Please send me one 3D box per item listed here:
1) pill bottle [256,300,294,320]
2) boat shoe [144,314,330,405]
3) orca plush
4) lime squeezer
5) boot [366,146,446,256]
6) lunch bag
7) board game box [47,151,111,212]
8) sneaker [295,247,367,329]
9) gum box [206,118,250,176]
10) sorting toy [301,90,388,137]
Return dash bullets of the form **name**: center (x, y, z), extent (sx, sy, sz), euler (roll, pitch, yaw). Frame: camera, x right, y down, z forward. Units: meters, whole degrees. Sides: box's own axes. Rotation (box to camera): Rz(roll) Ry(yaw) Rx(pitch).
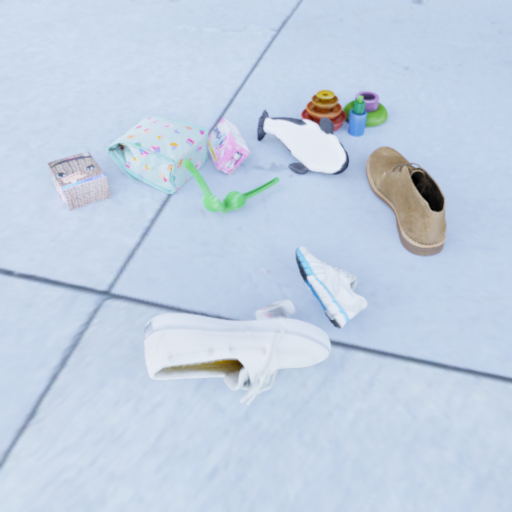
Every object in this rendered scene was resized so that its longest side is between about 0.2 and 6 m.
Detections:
- **pill bottle**: center (0.339, 0.993, 9.743), extent (0.625, 0.346, 0.346), euler (-22, 47, -26)
- **boat shoe**: center (-0.188, 1.654, 8.438), extent (2.983, 1.102, 1.272), euler (9, 49, -21)
- **orca plush**: center (1.218, -2.626, 13.715), extent (2.733, 0.972, 1.438), euler (18, 90, 32)
- **lime squeezer**: center (-0.613, -1.401, 11.993), extent (0.527, 0.987, 2.795), euler (15, 8, 42)
- **boot**: center (3.287, -1.594, 12.039), extent (1.255, 1.286, 3.409), euler (-7, 42, -5)
- **lunch bag**: center (-2.301, -2.483, 13.085), extent (1.883, 1.148, 1.604), euler (22, 48, 14)
- **board game box**: center (-3.997, -1.704, 12.629), extent (0.984, 0.598, 1.235), euler (-23, 47, -23)
- **sneaker**: center (1.357, 0.449, 10.153), extent (0.811, 0.702, 1.872), euler (-28, 52, -6)
- **gum box**: center (-0.701, -2.600, 13.409), extent (0.446, 0.765, 1.347), euler (25, 28, -38)
- **sorting toy**: center (2.429, -3.937, 14.716), extent (2.478, 1.017, 1.489), euler (-15, 45, -16)
